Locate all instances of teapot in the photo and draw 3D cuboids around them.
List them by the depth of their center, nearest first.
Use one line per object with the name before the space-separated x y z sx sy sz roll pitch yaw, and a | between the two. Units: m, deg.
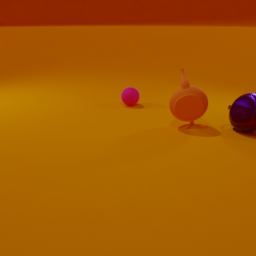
teapot | 3.771 -0.397 8.451 0.949 1.205 1.938 19 7 -33
teapot | 1.835 -0.879 8.631 1.174 1.888 0.924 -11 31 12

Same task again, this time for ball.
ball | 0.094 -1.226 10.904 0.719 0.719 0.719 0 22 0
